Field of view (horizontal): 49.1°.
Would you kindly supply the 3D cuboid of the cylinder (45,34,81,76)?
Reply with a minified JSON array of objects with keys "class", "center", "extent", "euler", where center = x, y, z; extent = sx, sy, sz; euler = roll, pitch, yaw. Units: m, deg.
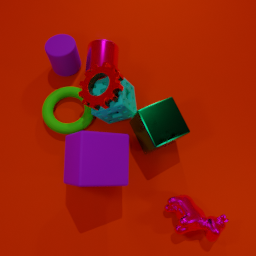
[{"class":"cylinder","center":[-2.134,-2.401,9.299],"extent":[0.987,0.987,0.987],"euler":[-1,61,3]}]

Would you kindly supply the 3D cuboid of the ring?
[{"class":"ring","center":[-1.896,-0.584,8.976],"extent":[1.687,0.337,1.687],"euler":[1,65,-1]}]

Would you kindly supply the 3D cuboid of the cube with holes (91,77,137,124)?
[{"class":"cube with holes","center":[-0.439,-0.866,8.576],"extent":[1.024,1.024,1.024],"euler":[-16,67,23]}]

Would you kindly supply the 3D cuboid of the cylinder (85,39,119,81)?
[{"class":"cylinder","center":[-0.839,-2.182,9.174],"extent":[1.036,1.036,1.036],"euler":[3,77,1]}]

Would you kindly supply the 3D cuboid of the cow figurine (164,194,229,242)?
[{"class":"cow figurine","center":[1.893,2.409,7.663],"extent":[1.432,0.799,1.455],"euler":[-8,47,-21]}]

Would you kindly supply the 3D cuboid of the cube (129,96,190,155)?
[{"class":"cube","center":[0.886,-0.041,8.222],"extent":[1.162,1.162,1.162],"euler":[-23,80,-17]}]

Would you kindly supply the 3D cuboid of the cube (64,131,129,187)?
[{"class":"cube","center":[-0.848,0.827,7.345],"extent":[1.308,1.308,1.308],"euler":[5,81,-28]}]

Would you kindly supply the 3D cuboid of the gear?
[{"class":"gear","center":[-0.789,-1.212,8.097],"extent":[1.397,0.258,1.397],"euler":[-10,68,26]}]
